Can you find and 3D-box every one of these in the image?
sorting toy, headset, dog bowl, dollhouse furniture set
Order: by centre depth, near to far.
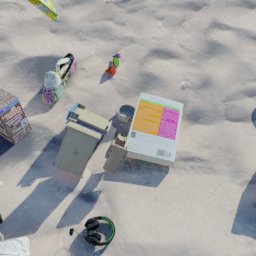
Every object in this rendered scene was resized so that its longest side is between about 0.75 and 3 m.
[{"bbox_3d":[-1.040,3.025,8.277,1.374,0.646,0.849,-1,51,-15],"label":"headset"},{"bbox_3d":[-1.295,0.495,10.292,2.376,1.643,2.517,23,22,-6],"label":"dollhouse furniture set"},{"bbox_3d":[-0.060,-0.632,11.365,0.823,0.241,0.823,0,53,0],"label":"dog bowl"},{"bbox_3d":[-0.747,-3.006,13.170,0.472,0.476,1.372,-4,50,27],"label":"sorting toy"}]

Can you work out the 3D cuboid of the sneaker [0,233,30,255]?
[{"bbox_3d":[-2.991,3.669,7.565,2.708,1.055,1.345,24,53,17],"label":"sneaker"}]

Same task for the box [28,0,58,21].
[{"bbox_3d":[-3.223,-4.743,10.654,0.350,1.445,0.848,-32,63,18],"label":"box"}]

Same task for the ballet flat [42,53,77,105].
[{"bbox_3d":[-3.023,-2.271,12.152,0.967,0.996,2.798,13,54,11],"label":"ballet flat"}]

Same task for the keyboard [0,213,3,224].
[{"bbox_3d":[-5.054,3.351,8.086,1.525,0.581,2.931,35,61,24],"label":"keyboard"}]

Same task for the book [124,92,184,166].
[{"bbox_3d":[1.036,-0.002,10.569,1.818,0.654,2.721,13,54,7],"label":"book"}]

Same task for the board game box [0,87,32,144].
[{"bbox_3d":[-4.592,-0.540,10.268,1.479,1.855,0.898,28,57,21],"label":"board game box"}]
